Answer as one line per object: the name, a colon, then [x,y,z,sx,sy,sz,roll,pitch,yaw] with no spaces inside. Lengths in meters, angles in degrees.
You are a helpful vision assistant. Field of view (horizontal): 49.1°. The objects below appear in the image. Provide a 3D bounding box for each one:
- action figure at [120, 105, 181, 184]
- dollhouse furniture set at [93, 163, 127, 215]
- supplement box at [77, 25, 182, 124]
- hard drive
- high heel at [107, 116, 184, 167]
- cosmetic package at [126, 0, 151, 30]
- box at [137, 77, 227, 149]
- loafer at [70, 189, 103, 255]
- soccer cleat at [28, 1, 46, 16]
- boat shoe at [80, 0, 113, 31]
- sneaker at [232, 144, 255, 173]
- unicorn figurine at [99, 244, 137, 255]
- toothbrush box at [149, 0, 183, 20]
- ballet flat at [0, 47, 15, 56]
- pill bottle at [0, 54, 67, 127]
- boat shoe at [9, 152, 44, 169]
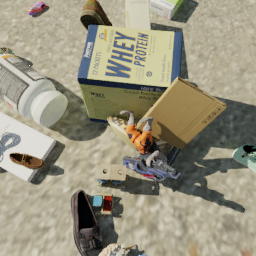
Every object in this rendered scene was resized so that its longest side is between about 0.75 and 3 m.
action figure: [0.787,0.642,8.326,1.274,2.356,2.436,-33,26,-31]
dollhouse furniture set: [-0.542,1.934,8.723,0.965,0.970,1.377,3,65,1]
supplement box: [0.106,-1.520,9.201,2.892,2.889,1.941,6,67,3]
hard drive: [-3.988,0.587,9.688,2.482,0.315,1.638,26,68,11]
high heel: [0.814,-0.086,9.638,2.730,0.975,1.946,35,70,4]
cosmetic package: [0.396,-3.732,11.072,0.947,1.402,2.666,-1,64,1]
box: [1.441,-0.327,7.826,1.621,1.983,0.211,26,40,-16]
loafer: [-1.263,2.909,8.369,0.791,0.693,2.201,-10,64,-22]
soccer cleat: [-4.015,-5.260,12.360,0.349,0.305,0.914,33,67,8]
boat shoe: [-0.771,-3.176,9.190,0.827,2.299,0.782,4,68,16]
sneaker: [4.283,1.048,9.172,1.503,0.886,0.553,24,66,9]
unicorn figurine: [-0.875,4.179,7.717,2.431,0.898,1.669,-10,55,1]
toothbrush box: [1.741,-5.643,12.331,1.069,0.632,1.468,27,68,11]
ballet flat: [-5.711,-2.969,10.974,2.408,0.907,0.817,0,62,1]
pill bottle: [-3.570,-1.303,9.845,2.729,1.588,1.588,36,70,15]
boat shoe: [-3.308,1.049,9.081,1.162,0.393,0.418,13,66,6]
